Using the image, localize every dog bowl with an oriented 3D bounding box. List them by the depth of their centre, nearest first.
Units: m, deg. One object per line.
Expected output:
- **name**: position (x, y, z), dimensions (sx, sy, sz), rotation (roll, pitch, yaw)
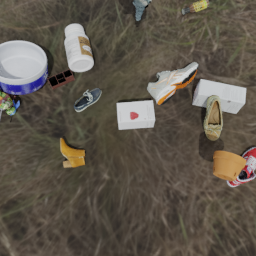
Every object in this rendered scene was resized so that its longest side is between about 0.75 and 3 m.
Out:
- **dog bowl**: position (-4.414, -2.459, 11.347), dimensions (2.238, 0.881, 2.238), rotation (5, 56, -7)

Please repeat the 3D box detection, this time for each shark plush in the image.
- **shark plush**: position (0.215, -4.762, 9.571), dimensions (1.147, 2.753, 1.251), rotation (-3, 87, 8)

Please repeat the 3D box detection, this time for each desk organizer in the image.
- **desk organizer**: position (-2.808, -2.056, 11.779), dimensions (1.046, 0.403, 0.375), rotation (-25, 73, -8)

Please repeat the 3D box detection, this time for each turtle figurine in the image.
- **turtle figurine**: position (-5.221, -0.985, 10.634), dimensions (1.924, 1.385, 1.865), rotation (-39, 120, -21)

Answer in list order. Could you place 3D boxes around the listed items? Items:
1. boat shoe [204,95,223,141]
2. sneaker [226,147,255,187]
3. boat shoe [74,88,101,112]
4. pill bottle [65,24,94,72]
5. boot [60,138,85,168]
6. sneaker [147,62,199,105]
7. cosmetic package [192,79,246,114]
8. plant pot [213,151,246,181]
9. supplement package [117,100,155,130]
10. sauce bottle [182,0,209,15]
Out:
- **boat shoe**: position (3.250, -0.309, 10.665), dimensions (0.666, 0.570, 1.818), rotation (-5, 111, 9)
- **sneaker**: position (4.452, 1.367, 10.292), dimensions (0.671, 1.060, 1.885), rotation (40, 76, 12)
- **boat shoe**: position (-1.663, -1.213, 11.489), dimensions (1.357, 0.420, 0.508), rotation (-36, 75, -11)
- **pill bottle**: position (-2.125, -3.416, 11.891), dimensions (1.052, 1.052, 1.841), rotation (-13, 72, -4)
- **boot**: position (-2.125, 0.909, 10.828), dimensions (0.881, 0.433, 1.230), rotation (-11, 76, -9)
- **sneaker**: position (1.830, -2.095, 11.561), dimensions (2.448, 0.927, 1.126), rotation (-39, 72, -13)
- **cosmetic package**: position (3.609, -1.249, 11.182), dimensions (1.828, 1.032, 0.742), rotation (10, 69, 5)
- **plant pot**: position (3.195, 1.256, 9.027), dimensions (1.018, 1.018, 0.713), rotation (20, 76, 7)
- **supplement package**: position (0.294, -0.497, 11.027), dimensions (1.415, 0.847, 0.858), rotation (-5, 72, -2)
- **sauce bottle**: position (3.119, -5.571, 12.957), dimensions (1.269, 0.410, 0.410), rotation (-23, 73, -5)
